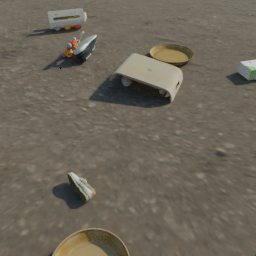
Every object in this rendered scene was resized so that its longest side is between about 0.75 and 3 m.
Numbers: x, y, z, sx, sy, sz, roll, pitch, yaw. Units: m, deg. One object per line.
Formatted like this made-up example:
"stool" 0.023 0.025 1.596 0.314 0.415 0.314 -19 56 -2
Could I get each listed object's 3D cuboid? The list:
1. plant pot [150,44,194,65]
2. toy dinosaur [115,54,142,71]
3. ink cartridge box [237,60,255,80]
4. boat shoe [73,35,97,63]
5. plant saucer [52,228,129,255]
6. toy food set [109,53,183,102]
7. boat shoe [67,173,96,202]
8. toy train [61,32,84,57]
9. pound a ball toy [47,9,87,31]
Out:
"plant pot" 1.938 -3.234 12.425 1.958 0.269 1.958 0 38 0
"toy dinosaur" 0.365 -2.571 11.268 1.797 0.692 0.919 -4 25 -12
"ink cartridge box" 5.227 -2.352 11.159 1.385 0.466 0.811 -10 40 -12
"boat shoe" -1.833 -3.581 12.610 0.776 0.619 2.052 -12 33 31
"plant saucer" -0.694 2.597 5.173 1.493 0.264 1.493 0 39 0
"toy food set" 0.742 -1.869 10.465 2.420 0.731 1.737 22 43 11
"boat shoe" -1.119 1.368 6.687 0.305 0.333 0.891 -24 52 -34
"toy train" -2.330 -3.621 12.401 0.450 1.215 1.617 42 36 -14
"pound a ball toy" -3.248 -5.889 15.405 2.194 0.932 1.431 -11 15 -14
